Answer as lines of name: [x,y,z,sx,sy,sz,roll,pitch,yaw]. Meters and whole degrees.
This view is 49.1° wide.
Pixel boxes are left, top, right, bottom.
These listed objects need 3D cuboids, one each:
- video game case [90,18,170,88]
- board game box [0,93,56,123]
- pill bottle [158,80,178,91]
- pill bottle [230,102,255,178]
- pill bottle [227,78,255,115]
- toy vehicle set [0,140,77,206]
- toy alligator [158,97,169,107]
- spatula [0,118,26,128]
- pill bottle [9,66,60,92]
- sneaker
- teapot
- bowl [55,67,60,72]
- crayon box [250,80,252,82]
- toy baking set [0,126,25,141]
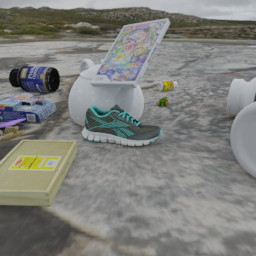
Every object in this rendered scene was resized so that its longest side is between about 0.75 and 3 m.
video game case: [0.042,-1.986,7.463,1.570,0.198,2.193,9,64,40]
board game box: [-3.442,-0.732,9.490,1.758,0.542,1.757,3,22,7]
pill bottle: [1.794,-1.905,12.591,0.823,0.450,0.450,-9,23,-19]
pill bottle: [3.764,-0.008,6.086,2.936,1.699,1.699,-16,26,-34]
pill bottle: [4.384,-0.812,8.544,2.398,1.389,1.389,13,25,29]
toy vehicle set: [-1.975,0.826,5.874,1.364,0.291,2.195,1,22,3]
toy alligator: [1.369,-1.064,10.712,0.364,0.264,1.099,5,22,11]
spatula: [-4.387,-0.246,8.620,2.781,0.286,0.786,8,21,19]
pill bottle: [-4.129,-2.166,12.366,1.989,1.113,1.113,5,22,13]
sneaker: [-0.184,-0.120,7.323,2.158,0.984,0.837,4,20,8]
teapot: [-0.717,-1.225,8.883,2.611,1.907,2.577,4,22,12]
bowl: [-4.096,-2.494,13.693,1.575,0.739,1.575,0,21,0]
crayon box: [5.600,-1.391,10.757,1.670,0.819,2.812,14,26,32]
toy baking set: [-3.208,0.071,6.703,1.402,0.163,1.076,-17,-29,33]
